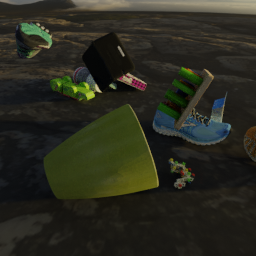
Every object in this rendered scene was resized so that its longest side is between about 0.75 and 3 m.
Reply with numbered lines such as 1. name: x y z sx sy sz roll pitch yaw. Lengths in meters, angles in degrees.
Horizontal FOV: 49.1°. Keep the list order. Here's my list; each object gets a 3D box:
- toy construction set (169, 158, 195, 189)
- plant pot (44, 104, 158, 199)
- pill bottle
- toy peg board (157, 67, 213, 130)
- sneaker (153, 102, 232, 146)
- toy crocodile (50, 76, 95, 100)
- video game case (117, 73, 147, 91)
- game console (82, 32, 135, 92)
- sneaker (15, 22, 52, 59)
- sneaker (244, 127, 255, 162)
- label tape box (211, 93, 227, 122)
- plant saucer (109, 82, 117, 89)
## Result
1. toy construction set: 1.495 1.279 7.884 0.629 0.442 0.959 19 33 -16
2. plant pot: -0.783 0.851 7.211 2.441 2.284 2.284 -20 31 -5
3. pill bottle: -1.862 -2.378 13.971 1.000 1.000 1.807 -23 35 -36
4. toy peg board: 1.580 -1.046 8.148 0.827 1.692 1.685 31 20 0
5. sneaker: 2.191 -0.243 9.810 2.782 1.251 1.090 12 31 21
6. toy crocodile: -2.732 -1.833 13.323 2.729 0.843 0.921 22 35 27
7. video game case: -0.572 -2.771 14.098 2.473 0.443 2.241 18 15 -36
8. game console: -0.767 -2.488 10.620 1.466 1.667 0.970 -29 -4 -10
9. sneaker: -3.301 -2.757 9.501 1.094 1.287 2.940 34 15 -17
10. sneaker: 4.678 0.847 8.415 1.166 1.006 2.661 9 23 -26
11. label tape box: 3.382 -0.658 10.542 0.406 1.281 0.924 11 30 19
12. plant saucer: -1.167 -2.492 13.835 1.610 0.221 1.610 37 12 -9
